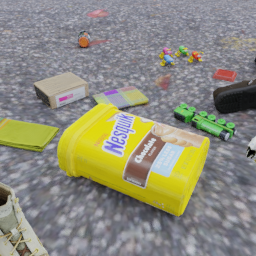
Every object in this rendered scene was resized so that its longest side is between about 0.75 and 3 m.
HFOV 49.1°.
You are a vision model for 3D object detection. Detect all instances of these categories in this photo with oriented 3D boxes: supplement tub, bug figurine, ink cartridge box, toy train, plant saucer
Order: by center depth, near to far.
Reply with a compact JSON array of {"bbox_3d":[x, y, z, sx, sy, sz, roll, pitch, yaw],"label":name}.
[{"bbox_3d":[2.087,-0.177,7.810,1.845,0.385,0.520,29,54,34],"label":"toy train"},{"bbox_3d":[-2.170,-1.257,9.165,1.401,0.526,1.154,-25,43,-31],"label":"ink cartridge box"},{"bbox_3d":[3.664,-2.017,10.575,0.783,0.144,0.784,17,38,22],"label":"plant saucer"},{"bbox_3d":[2.139,-3.074,11.770,1.857,0.478,1.440,-11,37,-14],"label":"bug figurine"},{"bbox_3d":[-2.091,-4.229,13.316,0.577,0.577,0.942,-3,36,-4],"label":"supplement tub"}]

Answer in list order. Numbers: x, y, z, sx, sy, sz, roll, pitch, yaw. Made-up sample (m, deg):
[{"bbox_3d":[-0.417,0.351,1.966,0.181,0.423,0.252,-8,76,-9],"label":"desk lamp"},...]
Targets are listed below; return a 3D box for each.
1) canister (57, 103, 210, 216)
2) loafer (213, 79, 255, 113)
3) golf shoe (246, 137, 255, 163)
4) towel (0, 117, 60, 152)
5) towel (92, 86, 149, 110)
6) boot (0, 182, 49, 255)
[{"bbox_3d":[0.183,0.558,6.070,2.698,1.168,2.004,18,37,21],"label":"canister"},{"bbox_3d":[3.866,-1.163,8.634,2.699,0.985,0.963,-6,36,-7],"label":"loafer"},{"bbox_3d":[2.400,0.455,5.319,0.446,0.918,0.359,-32,49,-6],"label":"golf shoe"},{"bbox_3d":[-3.175,0.072,7.572,2.418,0.218,1.041,10,37,13],"label":"towel"},{"bbox_3d":[-0.221,-0.931,9.019,1.600,0.182,1.149,-16,39,-20],"label":"towel"},{"bbox_3d":[-1.708,1.682,4.281,1.800,1.392,0.649,30,45,35],"label":"boot"}]
